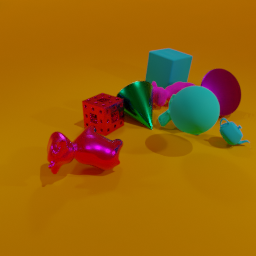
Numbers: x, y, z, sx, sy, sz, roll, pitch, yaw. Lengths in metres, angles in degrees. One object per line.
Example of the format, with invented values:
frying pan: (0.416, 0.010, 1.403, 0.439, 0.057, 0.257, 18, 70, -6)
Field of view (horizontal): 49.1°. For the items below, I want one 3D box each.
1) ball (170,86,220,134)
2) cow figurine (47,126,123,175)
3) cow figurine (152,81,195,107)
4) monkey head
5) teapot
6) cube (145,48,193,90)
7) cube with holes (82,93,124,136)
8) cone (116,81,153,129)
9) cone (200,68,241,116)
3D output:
ball: (1.666, -0.446, 7.039, 1.214, 1.214, 1.214, 0, 28, 0)
cow figurine: (-0.988, 0.567, 6.452, 1.665, 0.914, 1.638, 23, 24, 4)
cow figurine: (1.555, -1.282, 10.300, 1.613, 0.900, 1.639, 15, 30, 18)
monkey head: (1.587, -0.418, 8.623, 0.975, 1.164, 1.618, 22, 36, -41)
teapot: (2.893, 0.135, 7.691, 1.070, 0.524, 0.665, 44, 28, -12)
cube: (1.674, -2.453, 11.620, 1.298, 1.298, 1.298, -21, 40, -39)
cube with holes: (-0.746, -0.447, 8.633, 0.901, 0.901, 0.901, 20, 34, 33)
cone: (0.472, -0.502, 8.985, 1.420, 1.420, 1.425, -13, 57, -22)
cone: (2.809, -1.103, 9.887, 1.580, 1.580, 1.586, -11, -2, -20)
